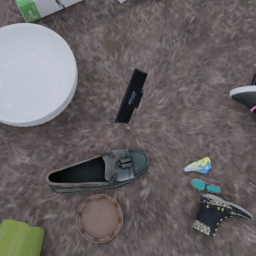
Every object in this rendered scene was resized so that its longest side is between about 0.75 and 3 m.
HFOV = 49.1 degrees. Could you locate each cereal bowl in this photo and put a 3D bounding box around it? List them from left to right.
[{"bbox_3d":[-2.812,-1.376,7.900,2.888,1.203,2.888,1,76,-2],"label":"cereal bowl"}]

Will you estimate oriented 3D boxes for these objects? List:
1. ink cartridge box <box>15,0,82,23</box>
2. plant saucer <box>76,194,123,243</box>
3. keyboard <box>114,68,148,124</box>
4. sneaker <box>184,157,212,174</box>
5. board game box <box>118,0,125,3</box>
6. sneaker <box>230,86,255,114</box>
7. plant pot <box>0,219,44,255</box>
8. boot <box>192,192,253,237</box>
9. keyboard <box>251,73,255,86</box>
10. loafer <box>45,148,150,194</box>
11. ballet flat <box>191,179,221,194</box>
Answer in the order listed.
[{"bbox_3d":[-2.648,-4.610,9.016,2.169,0.915,1.584,-26,75,-7],"label":"ink cartridge box"},{"bbox_3d":[-0.741,2.363,7.372,1.205,0.207,1.205,0,75,0],"label":"plant saucer"},{"bbox_3d":[0.067,-0.504,4.634,0.118,0.552,0.920,28,103,29],"label":"keyboard"},{"bbox_3d":[1.955,1.110,7.687,0.782,0.296,0.411,-23,76,-8],"label":"sneaker"},{"bbox_3d":[-0.147,-5.425,9.536,1.830,0.377,1.835,-41,78,-11],"label":"board game box"},{"bbox_3d":[4.027,-0.274,7.712,2.608,0.922,1.293,17,78,2],"label":"sneaker"},{"bbox_3d":[-2.741,3.068,6.595,1.671,1.671,1.587,13,61,4],"label":"plant pot"},{"bbox_3d":[2.415,2.363,7.253,1.347,0.486,1.017,24,79,7],"label":"boot"},{"bbox_3d":[4.950,-1.208,8.397,2.360,0.243,1.500,19,81,4],"label":"keyboard"},{"bbox_3d":[-0.752,1.156,7.361,2.814,0.885,1.011,-14,74,-4],"label":"loafer"},{"bbox_3d":[2.075,1.581,7.553,0.813,0.289,0.281,16,78,4],"label":"ballet flat"}]
